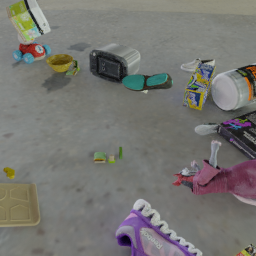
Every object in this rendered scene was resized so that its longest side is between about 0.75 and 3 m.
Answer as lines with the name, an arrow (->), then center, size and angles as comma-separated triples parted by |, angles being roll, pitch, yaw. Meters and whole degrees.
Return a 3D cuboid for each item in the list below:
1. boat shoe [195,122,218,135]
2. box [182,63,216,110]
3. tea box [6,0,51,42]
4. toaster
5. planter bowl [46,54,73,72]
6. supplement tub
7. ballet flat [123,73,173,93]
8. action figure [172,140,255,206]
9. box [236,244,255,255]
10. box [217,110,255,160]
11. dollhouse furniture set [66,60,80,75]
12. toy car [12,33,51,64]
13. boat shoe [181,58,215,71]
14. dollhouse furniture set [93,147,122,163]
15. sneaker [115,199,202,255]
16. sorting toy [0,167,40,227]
boat shoe -> 3.053, 0.004, 10.945 | 1.109, 0.400, 0.393 | -3, 29, -20
box -> 3.308, -1.965, 12.885 | 0.874, 0.953, 2.720 | 16, 41, 19
tea box -> -3.774, -4.122, 10.656 | 1.148, 1.167, 0.780 | -24, 59, -1
toaster -> -0.533, -3.292, 14.130 | 2.667, 1.516, 1.723 | 20, 41, 22
planter bowl -> -3.605, -3.391, 14.976 | 1.425, 0.594, 1.425 | 0, 38, 0
supplement tub -> 5.162, -1.854, 12.185 | 2.706, 1.658, 1.658 | -19, 42, -21
ballet flat -> 0.734, -1.582, 10.240 | 1.995, 0.682, 0.678 | 6, 74, 37
action figure -> 2.734, 1.603, 8.238 | 2.860, 1.915, 2.129 | -9, 65, 6
box -> 2.777, 3.299, 6.830 | 1.088, 0.273, 0.410 | -21, 43, -24
box -> 5.078, 0.142, 10.630 | 2.734, 0.493, 1.954 | -17, 42, -22
dollhouse furniture set -> -2.908, -3.203, 14.893 | 0.519, 0.401, 1.038 | 6, 39, 8
toy car -> -5.573, -4.884, 15.830 | 1.647, 1.862, 1.716 | 20, 43, 23
boat shoe -> 3.762, -3.438, 15.027 | 1.811, 0.595, 0.652 | -1, 39, -1
dollhouse furniture set -> -0.705, 0.916, 9.728 | 1.021, 0.394, 0.510 | -2, 38, -3
sneaker -> 0.772, 3.054, 6.562 | 1.310, 1.192, 2.963 | -32, 44, -25
sorting toy -> -3.535, 1.979, 8.202 | 1.644, 0.295, 2.207 | 5, 34, -28
